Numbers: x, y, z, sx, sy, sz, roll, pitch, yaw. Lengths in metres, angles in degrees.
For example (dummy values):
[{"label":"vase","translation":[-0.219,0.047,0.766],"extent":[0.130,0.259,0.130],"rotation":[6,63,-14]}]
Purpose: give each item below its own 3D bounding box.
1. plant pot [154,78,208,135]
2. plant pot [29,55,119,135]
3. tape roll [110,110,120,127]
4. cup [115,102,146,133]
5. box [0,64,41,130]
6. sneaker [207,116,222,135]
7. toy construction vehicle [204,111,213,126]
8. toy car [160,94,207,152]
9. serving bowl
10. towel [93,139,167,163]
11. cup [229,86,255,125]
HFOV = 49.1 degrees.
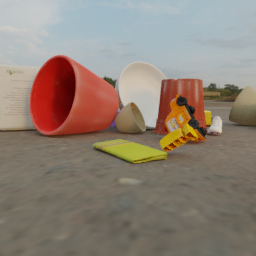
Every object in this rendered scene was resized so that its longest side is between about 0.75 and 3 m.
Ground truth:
[{"label":"plant pot","translation":[1.871,-0.765,9.903],"extent":[1.931,1.878,1.931],"rotation":[0,5,0]},{"label":"plant pot","translation":[-1.706,-0.929,9.669],"extent":[2.580,2.580,2.283],"rotation":[5,-4,40]},{"label":"tape roll","translation":[-0.047,-0.479,13.024],"extent":[2.164,0.710,2.164],"rotation":[0,6,0]},{"label":"cup","translation":[0.017,-0.260,9.817],"extent":[0.796,1.112,1.112],"rotation":[-24,-3,19]},{"label":"box","translation":[-4.069,-1.241,11.756],"extent":[2.842,2.434,2.828],"rotation":[-1,5,-27]},{"label":"sneaker","translation":[2.956,-0.083,9.532],"extent":[0.453,0.602,1.210],"rotation":[2,7,20]},{"label":"toy construction vehicle","translation":[2.346,-0.620,13.111],"extent":[2.355,0.953,2.705],"rotation":[-2,6,-17]},{"label":"toy car","translation":[1.122,-0.153,6.971],"extent":[0.992,1.463,2.982],"rotation":[-32,-13,20]},{"label":"serving bowl","translation":[0.594,-1.224,11.467],"extent":[2.818,2.818,0.927],"rotation":[-4,-14,-35]},{"label":"towel","translation":[-0.036,0.496,6.062],"extent":[0.822,0.173,1.911],"rotation":[-9,10,-29]},{"label":"cup","translation":[5.678,-0.834,12.757],"extent":[1.301,1.819,1.819],"rotation":[33,23,30]}]
